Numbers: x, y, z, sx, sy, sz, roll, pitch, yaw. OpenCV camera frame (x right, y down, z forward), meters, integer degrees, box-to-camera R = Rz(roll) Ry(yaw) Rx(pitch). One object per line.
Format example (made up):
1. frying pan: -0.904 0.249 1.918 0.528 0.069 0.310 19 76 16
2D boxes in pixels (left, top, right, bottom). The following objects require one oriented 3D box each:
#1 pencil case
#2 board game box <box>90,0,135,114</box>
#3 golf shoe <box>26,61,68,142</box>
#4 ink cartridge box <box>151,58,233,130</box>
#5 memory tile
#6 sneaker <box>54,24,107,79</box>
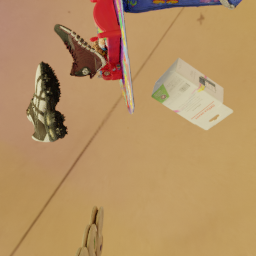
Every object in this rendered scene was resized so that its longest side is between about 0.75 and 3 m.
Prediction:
1. pencil case: 0.863 -2.312 4.466 2.173 0.848 0.944 -4 83 -4
2. board game box: -0.393 -1.452 4.797 0.505 2.592 2.048 -11 33 -5
3. golf shoe: -1.455 -0.425 4.676 0.645 0.530 1.364 -12 82 17
4. ink cartridge box: 1.166 -0.567 5.014 1.282 0.751 0.431 31 48 -14
5. memory tile: -0.510 2.129 3.863 0.150 1.368 1.784 3 106 4
6. sneaker: -0.898 -1.198 4.660 1.028 0.389 0.594 36 89 -20
